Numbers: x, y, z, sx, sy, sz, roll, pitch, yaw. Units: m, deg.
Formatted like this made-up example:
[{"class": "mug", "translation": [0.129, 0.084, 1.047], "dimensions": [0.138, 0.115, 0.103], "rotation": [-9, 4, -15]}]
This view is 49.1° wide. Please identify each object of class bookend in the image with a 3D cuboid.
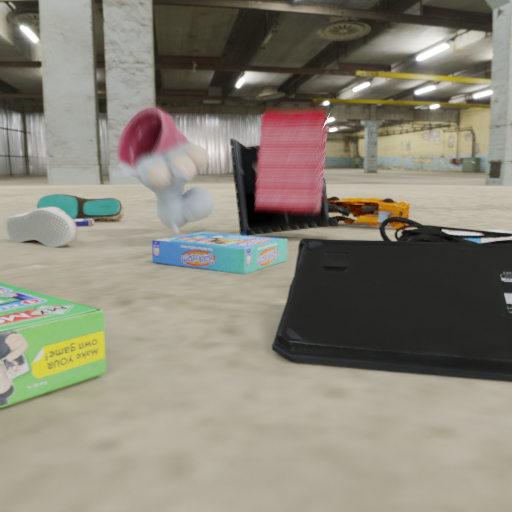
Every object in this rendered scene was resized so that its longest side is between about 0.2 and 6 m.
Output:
[{"class": "bookend", "translation": [0.651, -1.602, 12.477], "dimensions": [2.149, 2.136, 0.990], "rotation": [-5, 2, 10]}]

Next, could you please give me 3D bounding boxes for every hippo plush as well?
[{"class": "hippo plush", "translation": [-1.706, -1.230, 11.300], "dimensions": [1.968, 1.582, 1.567], "rotation": [-17, 23, 3]}]

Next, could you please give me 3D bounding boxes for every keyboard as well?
[{"class": "keyboard", "translation": [2.725, 0.579, 5.348], "dimensions": [4.836, 0.958, 2.517], "rotation": [3, 33, 13]}]

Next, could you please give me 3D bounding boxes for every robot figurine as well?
[{"class": "robot figurine", "translation": [2.703, -1.176, 15.084], "dimensions": [2.709, 0.789, 1.964], "rotation": [4, 10, 19]}]

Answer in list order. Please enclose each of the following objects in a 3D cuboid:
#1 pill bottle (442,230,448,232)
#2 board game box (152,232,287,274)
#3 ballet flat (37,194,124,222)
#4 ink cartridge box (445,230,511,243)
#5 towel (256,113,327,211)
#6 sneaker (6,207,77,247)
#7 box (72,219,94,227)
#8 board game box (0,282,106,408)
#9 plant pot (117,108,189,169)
[{"class": "pill bottle", "translation": [3.708, -0.398, 11.628], "dimensions": [0.362, 0.362, 0.605], "rotation": [-3, 9, -19]}, {"class": "board game box", "translation": [-0.605, -0.086, 9.498], "dimensions": [1.851, 0.416, 1.408], "rotation": [6, 11, 31]}, {"class": "ballet flat", "translation": [-5.059, -1.290, 16.336], "dimensions": [2.499, 0.851, 0.840], "rotation": [5, -11, 1]}, {"class": "ink cartridge box", "translation": [3.970, -0.169, 9.821], "dimensions": [1.413, 0.480, 0.814], "rotation": [-4, 10, -21]}, {"class": "towel", "translation": [0.697, -1.933, 11.472], "dimensions": [1.410, 1.950, 0.219], "rotation": [6, 7, 21]}, {"class": "sneaker", "translation": [-4.257, -0.676, 11.902], "dimensions": [2.122, 0.799, 1.109], "rotation": [2, 14, 36]}, {"class": "box", "translation": [-5.012, -0.906, 15.327], "dimensions": [1.038, 0.168, 0.629], "rotation": [0, 9, -9]}, {"class": "board game box", "translation": [-3.427, 0.777, 3.717], "dimensions": [2.644, 0.572, 3.929], "rotation": [9, 13, 41]}, {"class": "plant pot", "translation": [-2.129, -2.345, 12.653], "dimensions": [1.519, 1.519, 1.360], "rotation": [8, -11, 40]}]
